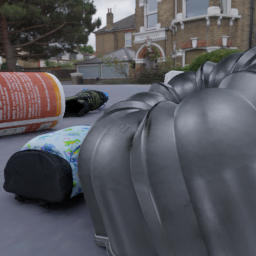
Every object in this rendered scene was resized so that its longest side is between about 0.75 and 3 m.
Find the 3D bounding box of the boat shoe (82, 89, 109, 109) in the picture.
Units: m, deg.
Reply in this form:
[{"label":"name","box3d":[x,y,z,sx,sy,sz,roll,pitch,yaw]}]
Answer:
[{"label":"boat shoe","box3d":[-1.547,-1.348,13.478,1.081,0.882,2.569,5,10,-21]}]

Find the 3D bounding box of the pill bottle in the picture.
[{"label":"pill bottle","box3d":[-3.287,-0.635,7.323,1.654,1.654,2.948,9,14,41]}]

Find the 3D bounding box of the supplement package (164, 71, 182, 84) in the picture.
[{"label":"supplement package","box3d":[2.232,-1.397,11.130,1.530,1.511,2.524,7,9,2]}]

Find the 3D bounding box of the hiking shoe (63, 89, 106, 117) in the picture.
[{"label":"hiking shoe","box3d":[-1.806,-0.867,11.066,2.608,0.987,1.313,-18,28,-34]}]

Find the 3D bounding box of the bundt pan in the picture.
[{"label":"bundt pan","box3d":[0.775,-0.007,2.800,2.895,1.087,2.895,-22,12,5]}]

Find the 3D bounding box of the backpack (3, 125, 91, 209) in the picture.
[{"label":"backpack","box3d":[-0.778,0.448,3.839,1.131,1.066,1.386,0,-6,35]}]
